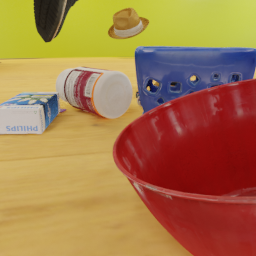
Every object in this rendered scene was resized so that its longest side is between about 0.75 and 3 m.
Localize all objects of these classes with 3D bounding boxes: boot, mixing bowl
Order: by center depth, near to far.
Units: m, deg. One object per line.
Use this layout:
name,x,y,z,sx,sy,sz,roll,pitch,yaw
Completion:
mixing bowl,1.458,0.556,3.205,2.959,1.603,2.959,-16,18,5
boot,-0.911,-2.771,5.604,1.570,2.270,0.879,-22,66,-42

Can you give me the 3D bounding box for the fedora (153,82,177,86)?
fedora,2.111,-1.043,9.812,2.618,1.068,2.618,3,18,-1

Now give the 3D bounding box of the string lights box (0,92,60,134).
string lights box,-3.004,-0.526,8.637,1.311,0.752,2.551,-1,17,-2

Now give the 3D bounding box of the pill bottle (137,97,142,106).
pill bottle,0.762,-0.996,10.690,0.456,0.456,0.788,-15,24,-40

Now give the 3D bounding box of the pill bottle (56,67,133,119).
pill bottle,-1.294,-1.330,9.873,1.563,1.563,2.738,-15,24,-41

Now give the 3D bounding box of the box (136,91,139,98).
box,0.781,-1.533,12.852,0.837,0.193,0.665,2,17,5

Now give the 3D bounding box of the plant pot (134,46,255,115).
plant pot,1.469,-0.881,7.150,2.590,2.329,2.590,1,18,3

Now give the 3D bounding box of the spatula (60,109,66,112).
spatula,-3.070,-0.844,10.391,1.686,0.173,0.476,21,23,14

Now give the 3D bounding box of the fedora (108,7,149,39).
fedora,-0.065,-4.129,10.821,1.810,0.738,1.810,-12,43,12
